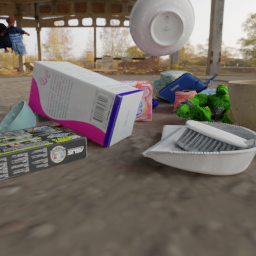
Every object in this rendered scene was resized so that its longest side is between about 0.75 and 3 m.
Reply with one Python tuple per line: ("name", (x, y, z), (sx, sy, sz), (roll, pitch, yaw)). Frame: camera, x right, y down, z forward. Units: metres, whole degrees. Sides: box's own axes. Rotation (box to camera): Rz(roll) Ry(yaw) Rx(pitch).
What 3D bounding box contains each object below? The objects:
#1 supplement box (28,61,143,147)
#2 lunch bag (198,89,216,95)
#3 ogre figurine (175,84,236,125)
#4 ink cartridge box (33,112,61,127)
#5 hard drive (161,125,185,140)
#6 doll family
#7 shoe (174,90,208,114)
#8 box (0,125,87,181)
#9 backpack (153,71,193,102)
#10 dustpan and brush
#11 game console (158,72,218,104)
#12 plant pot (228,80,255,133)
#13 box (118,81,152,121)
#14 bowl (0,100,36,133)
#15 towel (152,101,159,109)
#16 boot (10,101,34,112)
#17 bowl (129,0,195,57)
("supplement box", (-1.143, -0.737, 7.320), (2.625, 1.328, 1.357), (24, 22, 20))
("lunch bag", (3.480, -1.264, 12.279), (1.278, 0.799, 1.698), (4, 14, 18))
("ogre figurine", (2.884, -0.633, 8.990), (2.482, 1.218, 1.488), (-10, 26, 26))
("ink cartridge box", (-2.472, -0.256, 9.164), (1.738, 0.537, 2.142), (-9, -3, -32))
("hard drive", (1.437, 0.238, 7.055), (1.148, 0.229, 1.741), (2, 13, 9))
("doll family", (-3.772, -2.631, 8.082), (1.909, 1.103, 0.749), (-9, 36, -8))
("shoe", (2.762, -1.056, 11.137), (1.989, 0.905, 0.711), (-4, 14, -17))
("box", (-2.165, 0.430, 5.728), (2.088, 0.462, 1.673), (-12, 18, -42))
("backpack", (2.306, -2.144, 14.463), (1.827, 1.594, 2.079), (-15, 15, -30))
("dustpan and brush", (2.019, 0.327, 5.153), (2.969, 0.850, 2.072), (20, 26, 27))
("game console", (2.514, -1.838, 11.820), (1.633, 1.132, 1.913), (28, -32, -21))
("plant pot", (3.492, -0.315, 6.524), (2.272, 1.525, 2.272), (-1, 11, 0))
("box", (0.159, -1.085, 10.505), (1.343, 1.239, 2.618), (0, 13, 0))
("bowl", (-2.794, -0.112, 7.213), (0.573, 1.095, 1.095), (42, -12, -32))
("towel", (0.915, -1.075, 12.636), (0.803, 0.269, 1.087), (5, 14, 17))
("boot", (-3.420, -0.679, 10.285), (1.526, 0.536, 1.116), (-4, 11, -31))
("bowl", (1.384, -3.866, 10.626), (2.646, 2.646, 1.189), (-1, 31, -4))
